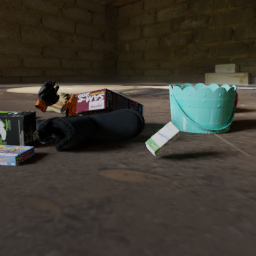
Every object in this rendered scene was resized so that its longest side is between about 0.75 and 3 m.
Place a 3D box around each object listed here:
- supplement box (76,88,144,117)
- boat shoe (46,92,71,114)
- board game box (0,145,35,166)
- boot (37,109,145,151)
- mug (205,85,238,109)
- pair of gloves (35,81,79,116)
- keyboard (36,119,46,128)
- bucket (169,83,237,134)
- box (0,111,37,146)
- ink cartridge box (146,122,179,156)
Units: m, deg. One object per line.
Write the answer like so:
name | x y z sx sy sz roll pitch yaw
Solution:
supplement box | -0.597 -0.730 10.714 1.377 0.770 2.530 -6 -13 33
boat shoe | -3.666 -1.427 15.623 2.995 1.106 1.133 6 13 28
board game box | -3.408 0.708 7.524 1.437 0.248 0.973 2 12 10
boot | -1.106 0.053 8.627 2.740 1.046 2.302 -1 8 24
mug | 5.144 -1.719 16.253 2.277 1.519 2.021 15 20 40
pair of gloves | -2.907 -1.044 11.905 1.974 1.758 0.244 33 -46 -28
keyboard | -2.725 -0.030 10.774 1.438 0.307 2.395 -8 17 -20
bucket | 2.983 -0.865 11.358 2.724 1.772 2.724 -1 12 0
box | -3.910 0.021 8.924 1.653 1.027 1.228 1 11 0
ink cartridge box | 0.916 0.298 7.374 0.865 0.378 0.628 -41 -17 -5
